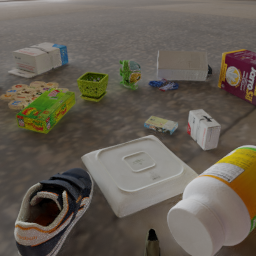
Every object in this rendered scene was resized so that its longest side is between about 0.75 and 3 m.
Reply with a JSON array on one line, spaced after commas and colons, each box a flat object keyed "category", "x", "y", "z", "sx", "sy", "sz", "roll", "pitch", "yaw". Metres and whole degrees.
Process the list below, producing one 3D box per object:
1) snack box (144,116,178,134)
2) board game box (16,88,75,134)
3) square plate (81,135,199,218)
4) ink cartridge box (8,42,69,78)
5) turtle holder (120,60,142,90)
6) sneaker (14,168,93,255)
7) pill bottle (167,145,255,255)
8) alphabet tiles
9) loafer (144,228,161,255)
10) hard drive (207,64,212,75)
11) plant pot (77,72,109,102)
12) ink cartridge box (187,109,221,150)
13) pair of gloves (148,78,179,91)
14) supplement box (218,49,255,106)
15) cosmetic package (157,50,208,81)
[{"category": "snack box", "x": 1.083, "y": -0.105, "z": 9.180, "sx": 0.964, "sy": 0.179, "sz": 0.560, "roll": 17, "pitch": 35, "yaw": 26}, {"category": "board game box", "x": -2.752, "y": -0.661, "z": 9.654, "sx": 1.052, "sy": 0.493, "sz": 2.070, "roll": 11, "pitch": 36, "yaw": 13}, {"category": "square plate", "x": 0.309, "y": 0.980, "z": 7.220, "sx": 2.421, "sy": 0.344, "sz": 2.398, "roll": -15, "pitch": 34, "yaw": -23}, {"category": "ink cartridge box", "x": -4.551, "y": -3.492, "z": 14.123, "sx": 1.606, "sy": 0.925, "sz": 2.772, "roll": 17, "pitch": 35, "yaw": 26}, {"category": "turtle holder", "x": 0.120, "y": -2.358, "z": 12.123, "sx": 0.967, "sy": 1.035, "sz": 1.362, "roll": -1, "pitch": 30, "yaw": -2}, {"category": "sneaker", "x": -1.397, "y": 1.456, "z": 5.798, "sx": 0.999, "sy": 1.012, "sz": 2.548, "roll": 5, "pitch": 30, "yaw": 10}, {"category": "pill bottle", "x": 1.961, "y": 1.400, "z": 5.515, "sx": 2.445, "sy": 1.358, "sz": 1.358, "roll": -25, "pitch": 39, "yaw": -34}, {"category": "alphabet tiles", "x": -3.696, "y": -1.329, "z": 11.219, "sx": 2.351, "sy": 0.175, "sz": 2.404, "roll": 6, "pitch": 32, "yaw": 4}, {"category": "loafer", "x": 0.441, "y": 2.217, "z": 5.184, "sx": 0.314, "sy": 0.291, "sz": 0.835, "roll": -2, "pitch": 31, "yaw": -4}, {"category": "hard drive", "x": 2.982, "y": -2.974, "z": 13.833, "sx": 1.985, "sy": 0.326, "sz": 1.385, "roll": 0, "pitch": 31, "yaw": 0}, {"category": "plant pot", "x": -1.347, "y": -1.597, "z": 10.996, "sx": 0.967, "sy": 0.882, "sz": 0.972, "roll": 11, "pitch": 32, "yaw": 16}, {"category": "ink cartridge box", "x": 2.241, "y": 0.035, "z": 8.353, "sx": 0.455, "sy": 0.783, "sz": 1.086, "roll": -8, "pitch": 32, "yaw": -14}, {"category": "pair of gloves", "x": 1.571, "y": -1.901, "z": 12.229, "sx": 1.026, "sy": 0.145, "sz": 1.276, "roll": -26, "pitch": 39, "yaw": -36}, {"category": "supplement box", "x": 4.865, "y": -2.021, "z": 11.077, "sx": 1.219, "sy": 1.546, "sz": 2.362, "roll": -15, "pitch": 33, "yaw": -21}, {"category": "cosmetic package", "x": 2.457, "y": -2.844, "z": 12.771, "sx": 2.233, "sy": 0.827, "sz": 1.135, "roll": 3, "pitch": 62, "yaw": 7}]
